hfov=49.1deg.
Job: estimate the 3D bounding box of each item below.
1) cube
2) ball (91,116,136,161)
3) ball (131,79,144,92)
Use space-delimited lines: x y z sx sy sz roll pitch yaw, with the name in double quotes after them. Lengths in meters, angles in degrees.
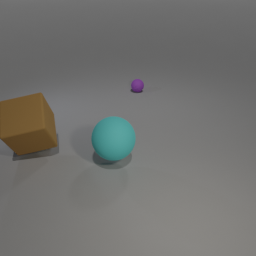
-3.279 -0.109 9.312 1.400 1.400 1.400 -13 62 -3 "cube"
-0.458 0.332 8.886 1.400 1.400 1.400 0 28 0 "ball"
0.514 -2.300 15.146 0.700 0.700 0.700 0 28 0 "ball"
